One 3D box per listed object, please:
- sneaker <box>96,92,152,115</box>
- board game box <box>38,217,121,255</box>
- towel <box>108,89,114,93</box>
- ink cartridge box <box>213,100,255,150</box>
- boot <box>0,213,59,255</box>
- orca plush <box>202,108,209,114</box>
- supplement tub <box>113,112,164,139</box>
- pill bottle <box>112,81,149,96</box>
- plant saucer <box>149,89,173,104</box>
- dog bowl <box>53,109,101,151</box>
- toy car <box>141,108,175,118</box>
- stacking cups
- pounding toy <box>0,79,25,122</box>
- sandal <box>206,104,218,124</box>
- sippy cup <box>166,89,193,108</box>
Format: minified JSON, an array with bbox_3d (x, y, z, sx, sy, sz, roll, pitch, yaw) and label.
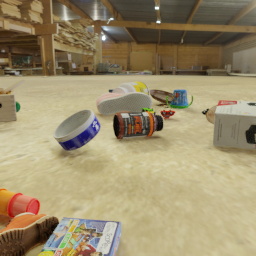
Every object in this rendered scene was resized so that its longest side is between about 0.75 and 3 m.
[{"bbox_3d":[-0.306,-1.390,14.590,2.894,1.089,1.513,-9,21,-16],"label":"sneaker"},{"bbox_3d":[-0.663,1.703,3.740,0.950,0.242,1.403,2,14,8],"label":"board game box"},{"bbox_3d":[-0.033,-2.470,20.110,2.530,0.614,1.413,-6,15,-28],"label":"towel"},{"bbox_3d":[4.252,-0.126,9.083,2.696,1.117,1.965,5,19,20],"label":"ink cartridge box"},{"bbox_3d":[-1.653,1.557,4.080,0.629,0.440,1.173,5,6,33],"label":"boot"},{"bbox_3d":[4.112,-0.757,14.035,0.811,0.288,0.427,-1,-31,-20],"label":"orca plush"},{"bbox_3d":[0.373,-0.127,9.888,1.690,0.904,0.904,-5,15,-18],"label":"supplement tub"},{"bbox_3d":[0.131,-1.991,16.523,1.371,1.371,2.448,9,17,31],"label":"pill bottle"},{"bbox_3d":[2.312,-1.906,17.485,2.100,0.337,2.100,11,22,-5],"label":"plant saucer"},{"bbox_3d":[-1.552,0.047,8.573,1.393,0.549,1.393,-24,28,14],"label":"dog bowl"},{"bbox_3d":[1.175,-0.677,13.250,1.696,0.378,1.596,-7,15,-29],"label":"toy car"},{"bbox_3d":[-2.426,1.252,5.032,1.837,0.556,0.556,6,15,15],"label":"stacking cups"},{"bbox_3d":[-5.973,-1.310,13.032,2.387,1.697,2.197,-5,15,-21],"label":"pounding toy"},{"bbox_3d":[4.537,-0.504,10.984,2.733,1.002,0.899,6,-1,6],"label":"sandal"},{"bbox_3d":[2.970,-1.695,16.066,1.374,1.007,1.079,-11,18,-40],"label":"sippy cup"}]
